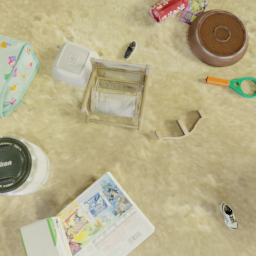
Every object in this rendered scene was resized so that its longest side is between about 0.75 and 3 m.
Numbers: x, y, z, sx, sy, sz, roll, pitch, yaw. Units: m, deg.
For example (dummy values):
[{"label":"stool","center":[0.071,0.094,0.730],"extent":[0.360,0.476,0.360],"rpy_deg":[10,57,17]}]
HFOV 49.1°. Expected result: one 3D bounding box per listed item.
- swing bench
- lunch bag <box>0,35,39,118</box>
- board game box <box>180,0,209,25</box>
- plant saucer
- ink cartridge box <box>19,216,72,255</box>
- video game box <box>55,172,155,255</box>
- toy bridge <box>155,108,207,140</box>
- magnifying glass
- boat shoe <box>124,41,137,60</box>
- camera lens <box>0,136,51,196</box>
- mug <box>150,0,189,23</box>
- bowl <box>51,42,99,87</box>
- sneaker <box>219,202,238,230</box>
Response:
[{"label":"swing bench","center":[-0.421,-1.281,10.607],"extent":[2.259,1.473,2.271],"rpy_deg":[8,73,2]},{"label":"lunch bag","center":[-5.171,-1.954,10.538],"extent":[2.549,1.824,2.992],"rpy_deg":[17,73,3]},{"label":"board game box","center":[2.834,-5.017,12.006],"extent":[0.775,0.209,1.292],"rpy_deg":[29,79,2]},{"label":"plant saucer","center":[3.799,-3.806,11.540],"extent":[2.595,0.447,2.595],"rpy_deg":[0,80,-2]},{"label":"ink cartridge box","center":[-2.414,3.572,8.525],"extent":[0.883,2.102,1.522],"rpy_deg":[-19,76,-10]},{"label":"video game box","center":[-0.958,3.420,9.826],"extent":[2.826,0.662,2.575],"rpy_deg":[-40,83,0]},{"label":"toy bridge","center":[2.144,-0.017,10.895],"extent":[2.140,0.291,0.719],"rpy_deg":[-26,82,-5]},{"label":"magnifying glass","center":[4.275,-1.752,11.312],"extent":[2.202,0.247,0.876],"rpy_deg":[12,79,1]},{"label":"boat shoe","center":[0.096,-3.257,11.572],"extent":[0.309,0.292,0.882],"rpy_deg":[30,80,6]},{"label":"camera lens","center":[-3.781,1.330,9.554],"extent":[1.874,2.343,1.874],"rpy_deg":[0,78,0]},{"label":"mug","center":[1.683,-5.084,11.521],"extent":[1.389,1.233,0.927],"rpy_deg":[-35,89,-2]},{"label":"bowl","center":[-2.148,-2.636,11.281],"extent":[1.701,0.635,1.698],"rpy_deg":[22,80,3]},{"label":"sneaker","center":[3.669,3.209,10.135],"extent":[0.397,0.460,1.048],"rpy_deg":[-28,81,-7]}]
